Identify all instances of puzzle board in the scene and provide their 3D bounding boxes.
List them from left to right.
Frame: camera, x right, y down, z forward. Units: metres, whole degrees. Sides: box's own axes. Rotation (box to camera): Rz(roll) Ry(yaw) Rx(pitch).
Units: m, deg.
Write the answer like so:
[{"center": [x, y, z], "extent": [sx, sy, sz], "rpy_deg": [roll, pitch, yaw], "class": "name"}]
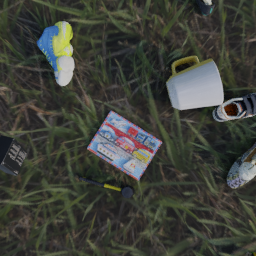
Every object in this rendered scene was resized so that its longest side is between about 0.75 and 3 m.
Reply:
[{"center": [-0.129, 0.652, 10.605], "extent": [2.299, 0.200, 1.732], "rpy_deg": [32, 85, 4], "class": "puzzle board"}]

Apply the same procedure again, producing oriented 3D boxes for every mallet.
[{"center": [-0.785, 2.113, 10.197], "extent": [2.126, 0.700, 0.438], "rpy_deg": [14, 84, 2], "class": "mallet"}]

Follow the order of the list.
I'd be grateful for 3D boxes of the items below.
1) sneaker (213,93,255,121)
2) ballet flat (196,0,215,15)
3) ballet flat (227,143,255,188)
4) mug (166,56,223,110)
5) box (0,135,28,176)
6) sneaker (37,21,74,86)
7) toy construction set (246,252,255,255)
[{"center": [4.315, -0.779, 10.442], "extent": [2.144, 0.851, 0.841], "rpy_deg": [-20, 83, -3], "class": "sneaker"}, {"center": [2.843, -5.348, 11.021], "extent": [0.674, 0.674, 1.845], "rpy_deg": [-28, 84, -3], "class": "ballet flat"}, {"center": [4.583, 1.226, 10.205], "extent": [0.887, 0.887, 2.466], "rpy_deg": [43, 86, 4], "class": "ballet flat"}, {"center": [2.336, -1.539, 10.364], "extent": [1.728, 2.105, 1.686], "rpy_deg": [-16, 117, 7], "class": "mug"}, {"center": [-3.235, 0.768, 7.631], "extent": [0.424, 1.076, 0.759], "rpy_deg": [12, 65, 6], "class": "box"}, {"center": [-2.796, -2.800, 10.743], "extent": [1.290, 0.930, 2.456], "rpy_deg": [0, 83, 17], "class": "sneaker"}, {"center": [4.242, 4.932, 9.975], "extent": [1.204, 0.925, 1.004], "rpy_deg": [-5, 114, 16], "class": "toy construction set"}]
